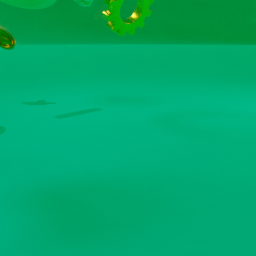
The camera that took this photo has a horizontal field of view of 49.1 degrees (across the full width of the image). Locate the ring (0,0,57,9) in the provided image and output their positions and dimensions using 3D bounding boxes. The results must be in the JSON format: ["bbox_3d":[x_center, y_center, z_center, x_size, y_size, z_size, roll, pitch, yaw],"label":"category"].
[{"bbox_3d":[-2.463,-3.177,6.078,1.904,0.381,1.904,7,-5,1],"label":"ring"}]

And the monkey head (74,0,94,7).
[{"bbox_3d":[-1.459,-4.512,9.429,1.299,0.783,0.935,30,9,-5],"label":"monkey head"}]

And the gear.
[{"bbox_3d":[0.026,-3.523,8.175,1.628,1.628,0.301,-15,47,-38],"label":"gear"}]

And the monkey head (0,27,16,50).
[{"bbox_3d":[-1.749,-1.062,2.827,1.094,0.787,0.659,-1,2,-15],"label":"monkey head"}]
